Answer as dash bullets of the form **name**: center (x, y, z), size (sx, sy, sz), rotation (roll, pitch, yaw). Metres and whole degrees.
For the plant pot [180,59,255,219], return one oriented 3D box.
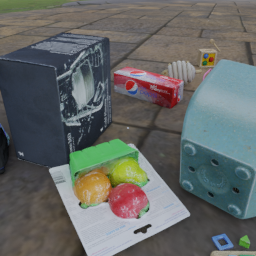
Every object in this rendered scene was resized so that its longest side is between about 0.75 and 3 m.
- **plant pot**: center (2.425, 0.381, 6.045), size (2.498, 2.505, 2.551), rotation (24, 47, 34)

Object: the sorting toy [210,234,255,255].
- **sorting toy**: center (1.947, 2.405, 4.661), size (0.923, 0.223, 1.639), rotation (-1, 31, -2)

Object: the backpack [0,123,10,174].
- **backpack**: center (-3.998, 0.266, 7.141), size (1.827, 1.346, 2.002), rotation (-9, 31, -13)

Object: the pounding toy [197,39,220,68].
- **pounding toy**: center (4.044, -3.630, 13.635), size (1.106, 1.259, 0.576), rotation (-2, 31, -4)

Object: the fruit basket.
- **fruit basket**: center (-0.250, 1.372, 5.882), size (2.160, 1.093, 2.332), rotation (-17, 51, -26)

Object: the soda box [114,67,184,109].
- **soda box**: center (0.733, -1.594, 10.678), size (2.649, 0.840, 0.927), rotation (20, 37, 31)

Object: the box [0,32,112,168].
- **box**: center (-1.725, -0.836, 7.537), size (1.719, 2.774, 2.727), rotation (12, 33, 19)

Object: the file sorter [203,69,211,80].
- **file sorter**: center (3.605, -1.440, 10.216), size (1.685, 1.057, 1.171), rotation (16, 34, 25)

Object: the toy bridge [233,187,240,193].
- **toy bridge**: center (3.232, 0.704, 6.436), size (2.925, 0.398, 0.983), rotation (-26, 18, -36)

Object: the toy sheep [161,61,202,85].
- **toy sheep**: center (2.191, -2.277, 11.589), size (1.667, 1.149, 1.149), rotation (-9, 29, 12)
